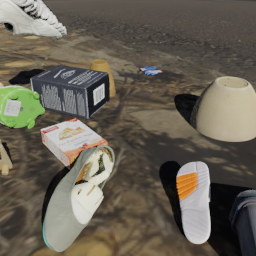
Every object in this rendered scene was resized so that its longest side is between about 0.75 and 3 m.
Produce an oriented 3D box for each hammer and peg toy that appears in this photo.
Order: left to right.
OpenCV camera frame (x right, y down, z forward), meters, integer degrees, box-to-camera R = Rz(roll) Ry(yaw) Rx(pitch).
[{"bbox_3d":[-3.636,0.652,6.864,1.190,1.618,0.571,-7,56,-10],"label":"hammer and peg toy"}]

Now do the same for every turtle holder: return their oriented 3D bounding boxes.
[{"bbox_3d":[-3.726,-0.832,9.514,1.326,1.419,1.868,20,37,32],"label":"turtle holder"}]

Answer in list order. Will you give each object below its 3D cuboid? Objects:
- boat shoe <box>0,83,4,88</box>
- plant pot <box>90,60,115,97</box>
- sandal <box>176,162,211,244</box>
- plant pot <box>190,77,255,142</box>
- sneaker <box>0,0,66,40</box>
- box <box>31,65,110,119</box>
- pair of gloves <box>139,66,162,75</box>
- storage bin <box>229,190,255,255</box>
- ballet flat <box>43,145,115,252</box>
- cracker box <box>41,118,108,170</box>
[{"bbox_3d":[-6.347,-1.930,12.100,1.947,0.674,0.718,4,31,6],"label":"boat shoe"},{"bbox_3d":[-1.187,-2.117,11.761,1.271,1.363,1.271,-1,30,1],"label":"plant pot"},{"bbox_3d":[1.481,1.653,6.260,0.738,0.552,1.926,-6,49,19],"label":"sandal"},{"bbox_3d":[3.343,-0.804,9.345,2.313,1.553,2.313,0,31,0],"label":"plant pot"},{"bbox_3d":[-2.747,-3.069,7.863,1.096,1.182,2.917,49,10,10],"label":"sneaker"},{"bbox_3d":[-2.147,-1.462,10.730,2.395,1.249,1.772,13,33,21],"label":"box"},{"bbox_3d":[1.146,-2.954,14.389,0.932,0.132,1.159,-12,34,-23],"label":"pair of gloves"},{"bbox_3d":[2.942,2.035,4.834,2.028,1.476,1.362,6,41,10],"label":"storage bin"},{"bbox_3d":[-0.922,1.284,6.201,0.944,0.999,2.965,-23,23,21],"label":"ballet flat"},{"bbox_3d":[-1.603,0.419,8.260,1.229,0.529,1.835,-22,37,-33],"label":"cracker box"}]
